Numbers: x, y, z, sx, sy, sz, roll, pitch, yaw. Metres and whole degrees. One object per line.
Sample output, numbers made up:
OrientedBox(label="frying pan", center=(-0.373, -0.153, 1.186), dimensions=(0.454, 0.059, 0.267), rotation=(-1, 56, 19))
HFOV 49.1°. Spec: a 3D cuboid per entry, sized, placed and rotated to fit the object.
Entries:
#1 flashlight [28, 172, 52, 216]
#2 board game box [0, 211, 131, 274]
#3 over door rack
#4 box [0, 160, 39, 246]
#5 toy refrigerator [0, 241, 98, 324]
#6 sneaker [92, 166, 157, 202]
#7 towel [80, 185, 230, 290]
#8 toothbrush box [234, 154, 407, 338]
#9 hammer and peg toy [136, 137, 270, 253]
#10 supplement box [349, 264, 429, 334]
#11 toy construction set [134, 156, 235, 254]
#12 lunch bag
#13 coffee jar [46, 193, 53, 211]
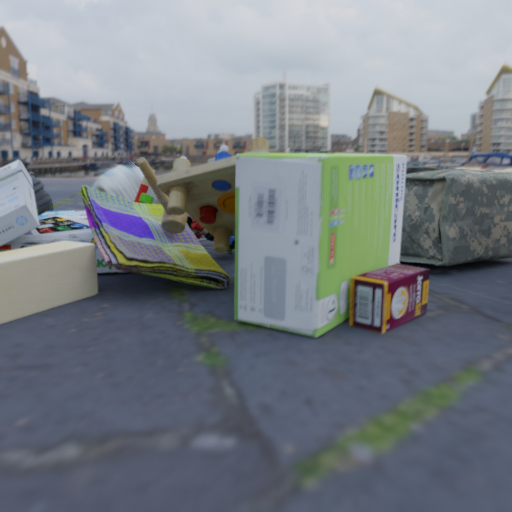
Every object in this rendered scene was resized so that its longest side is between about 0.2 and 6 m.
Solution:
OrientedBox(label="flashlight", center=(-4.913, -0.633, 10.067), dimensions=(2.398, 0.812, 0.815), rotation=(-36, 63, -27))
OrientedBox(label="board game box", center=(-3.337, -0.365, 10.961), dimensions=(2.605, 0.714, 4.127), rotation=(-2, 11, -12))
OrientedBox(label="over door rack", center=(-0.296, -1.293, 11.890), dimensions=(2.733, 2.019, 0.910), rotation=(-4, 46, -10))
OrientedBox(label="box", center=(-4.437, -0.674, 8.985), dimensions=(1.739, 0.459, 2.230), rotation=(-29, 33, -9))
OrientedBox(label="toy refrigerator", center=(-2.991, 0.318, 7.196), dimensions=(0.689, 0.747, 1.969), rotation=(5, 12, 28))
OrientedBox(label="sneaker", center=(-2.616, -1.377, 11.458), dimensions=(0.820, 0.777, 2.031), rotation=(-39, 27, -29))
OrientedBox(label="towel", center=(-1.619, -0.337, 8.676), dimensions=(1.910, 0.303, 2.660), rotation=(12, 23, -33))
OrientedBox(label="toothbrush box", center=(0.928, -0.318, 7.213), dimensions=(1.166, 1.973, 2.710), rotation=(8, 14, 33))
OrientedBox(label="hammer and peg toy", center=(-0.593, -0.749, 8.032), dimensions=(2.421, 0.854, 1.780), rotation=(-9, -29, 24))
OrientedBox(label="supplement box", center=(1.604, 0.483, 6.689), dimensions=(0.463, 0.597, 1.082), rotation=(10, 15, 42))
OrientedBox(label="toy construction set", center=(-1.091, -1.169, 10.407), dimensions=(2.115, 1.625, 1.764), rotation=(19, -4, -4))
OrientedBox(label="lunch bag", center=(3.173, -0.819, 10.645), dimensions=(2.476, 1.775, 3.019), rotation=(-5, 8, -32))
OrientedBox(label="coffee jar", center=(-6.664, -1.294, 15.547), dimensions=(1.088, 0.890, 2.087), rotation=(0, 10, 13))
